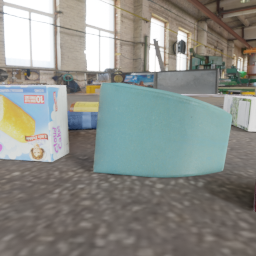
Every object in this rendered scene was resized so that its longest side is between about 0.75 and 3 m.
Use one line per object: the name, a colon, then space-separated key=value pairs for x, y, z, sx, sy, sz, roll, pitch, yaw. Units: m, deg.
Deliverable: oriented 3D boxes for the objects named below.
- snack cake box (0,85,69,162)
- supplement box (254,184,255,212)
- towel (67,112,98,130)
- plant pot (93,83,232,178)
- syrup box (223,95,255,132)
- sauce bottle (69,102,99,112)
snack cake box: x=-3.000 y=-0.177 z=6.747 sx=2.970 sy=1.708 sz=0.998 roll=1 pitch=9 yaw=12
supplement box: x=2.458 y=0.942 z=3.779 sx=1.359 sy=0.414 sz=0.740 roll=5 pitch=11 yaw=26
towel: x=-1.709 y=-0.273 z=10.865 sx=2.547 sy=0.618 sz=1.422 roll=0 pitch=10 yaw=-6
plant pot: x=0.741 y=0.048 z=5.738 sx=2.406 sy=1.699 sz=1.700 roll=8 pitch=10 yaw=10
syrup box: x=4.855 y=-0.646 z=11.222 sx=1.219 sy=1.178 sz=2.993 roll=3 pitch=9 yaw=2
sauce bottle: x=-1.118 y=-0.672 z=12.460 sx=2.929 sy=0.967 sz=0.967 roll=5 pitch=10 yaw=15
